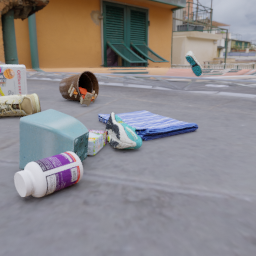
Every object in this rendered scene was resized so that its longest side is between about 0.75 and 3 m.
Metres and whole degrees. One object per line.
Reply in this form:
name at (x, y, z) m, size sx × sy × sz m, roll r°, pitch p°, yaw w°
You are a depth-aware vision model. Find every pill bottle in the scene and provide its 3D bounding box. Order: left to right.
pill bottle at (-1.314, 0.785, 4.697) m, size 0.586 × 0.586 × 1.041 m, roll 14°, pitch 20°, yaw 42°

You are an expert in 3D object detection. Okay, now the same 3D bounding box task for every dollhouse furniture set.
dollhouse furniture set at (-1.955, -1.538, 12.669) m, size 1.186 × 0.611 × 1.173 m, roll 14°, pitch 27°, yaw -32°

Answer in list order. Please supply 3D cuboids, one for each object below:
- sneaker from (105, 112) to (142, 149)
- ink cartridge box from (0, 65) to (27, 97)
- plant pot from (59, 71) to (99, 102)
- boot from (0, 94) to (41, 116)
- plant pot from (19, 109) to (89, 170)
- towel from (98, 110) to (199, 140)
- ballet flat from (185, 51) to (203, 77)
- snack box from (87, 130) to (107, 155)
sneaker at (-0.179, 0.130, 7.377) m, size 0.744 × 0.724 × 1.869 m, roll 13°, pitch 16°, yaw -20°
ink cartridge box at (-6.076, -2.103, 13.306) m, size 2.404 × 1.746 × 1.738 m, roll -5°, pitch 16°, yaw -19°
plant pot at (-2.469, -1.980, 13.742) m, size 1.497 × 1.512 × 1.512 m, roll 1°, pitch 13°, yaw 34°
boot at (-4.258, -0.748, 9.994) m, size 1.833 × 0.854 × 2.370 m, roll -10°, pitch 12°, yaw -35°
plant pot at (-1.419, 0.313, 5.731) m, size 1.099 × 1.078 × 1.075 m, roll 13°, pitch 18°, yaw 16°
towel at (0.539, -0.228, 9.022) m, size 2.102 × 0.346 × 2.904 m, roll -8°, pitch 17°, yaw -31°
ballet flat at (2.247, -2.178, 9.391) m, size 0.361 × 1.007 × 0.361 m, roll -24°, pitch 41°, yaw 23°
snack box at (-1.347, 0.305, 6.910) m, size 1.438 × 0.381 × 1.023 m, roll 3°, pitch 15°, yaw 12°
